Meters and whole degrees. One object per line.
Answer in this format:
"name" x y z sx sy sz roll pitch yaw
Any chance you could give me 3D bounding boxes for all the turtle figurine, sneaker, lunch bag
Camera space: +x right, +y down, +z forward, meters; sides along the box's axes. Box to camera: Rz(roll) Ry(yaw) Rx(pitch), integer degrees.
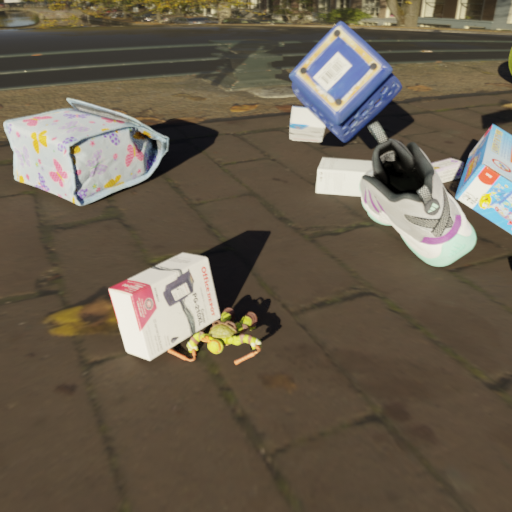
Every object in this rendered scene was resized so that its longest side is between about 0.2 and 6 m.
"turtle figurine" -0.478 1.059 7.680 1.330 0.428 1.073 -6 16 21
"sneaker" 2.511 -1.509 10.257 1.335 2.402 3.434 -39 32 2
"lunch bag" -3.868 -2.590 13.064 2.441 1.830 2.878 22 34 31

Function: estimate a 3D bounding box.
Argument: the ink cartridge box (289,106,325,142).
"ink cartridge box" 1.128 -2.886 12.354 0.752 0.438 1.040 6 -6 3

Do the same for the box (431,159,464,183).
"box" 4.021 -1.893 13.259 2.133 0.413 0.442 -16 32 -28

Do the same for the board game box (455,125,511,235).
"board game box" 5.105 -1.056 10.147 2.667 0.761 2.723 35 36 7

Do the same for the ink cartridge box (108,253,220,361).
"ink cartridge box" -1.226 0.663 7.784 0.576 0.989 1.366 8 26 42

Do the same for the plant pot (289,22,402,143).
"plant pot" 1.598 -3.248 10.401 1.570 1.570 1.412 48 13 10

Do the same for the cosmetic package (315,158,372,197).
"cosmetic package" 2.218 -1.801 12.875 1.568 0.636 0.885 8 29 13

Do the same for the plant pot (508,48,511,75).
"plant pot" 11.401 -7.175 21.110 2.803 2.803 2.699 1 39 2
